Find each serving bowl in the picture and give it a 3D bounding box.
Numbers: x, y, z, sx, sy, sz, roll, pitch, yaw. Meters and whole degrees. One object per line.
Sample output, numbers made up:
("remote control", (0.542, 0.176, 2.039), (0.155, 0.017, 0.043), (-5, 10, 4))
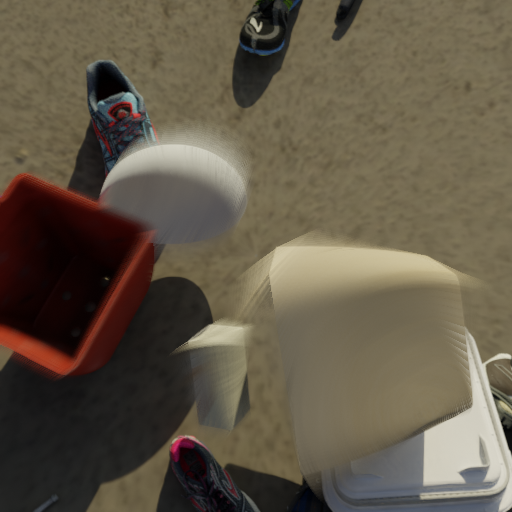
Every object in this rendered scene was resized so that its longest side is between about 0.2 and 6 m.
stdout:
("serving bowl", (-1.111, -0.897, 7.592), (1.934, 1.934, 0.636), (-5, 62, -2))

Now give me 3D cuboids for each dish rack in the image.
("dish rack", (1.865, 1.861, 7.048), (2.255, 0.572, 2.628), (-7, 47, 8))

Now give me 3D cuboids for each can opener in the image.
("can opener", (1.943, -5.217, 10.615), (0.677, 0.546, 1.721), (26, 69, 10))

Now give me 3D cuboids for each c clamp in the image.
("c clamp", (-2.794, 4.405, 6.631), (1.934, 0.307, 2.264), (-31, 70, -12))

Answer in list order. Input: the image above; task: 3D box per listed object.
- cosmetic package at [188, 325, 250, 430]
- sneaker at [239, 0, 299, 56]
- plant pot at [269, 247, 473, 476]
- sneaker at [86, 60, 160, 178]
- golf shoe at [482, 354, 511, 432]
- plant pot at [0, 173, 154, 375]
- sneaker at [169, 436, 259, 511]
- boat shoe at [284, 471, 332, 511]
("cosmetic package", (-0.423, 1.424, 6.638), (0.472, 0.559, 1.082), (1, 105, 24))
("sneaker", (0.305, -4.605, 10.106), (0.849, 0.992, 2.395), (19, 68, 10))
("plant pot", (1.195, 0.866, 6.029), (1.765, 1.994, 1.992), (-9, 97, 5))
("sneaker", (-2.095, -1.878, 8.756), (1.101, 1.327, 2.778), (-25, 69, -10))
("golf shoe", (3.832, 2.182, 7.290), (2.219, 0.863, 1.049), (40, 73, 14))
("plant pot", (-2.508, 0.439, 7.474), (1.999, 1.761, 1.997), (23, 71, 11))
("sneaker", (-0.550, 3.037, 7.033), (0.694, 0.643, 1.722), (-40, 73, -15))
("boat shoe", (0.812, 3.023, 7.051), (0.647, 0.613, 1.850), (42, 73, 16))
